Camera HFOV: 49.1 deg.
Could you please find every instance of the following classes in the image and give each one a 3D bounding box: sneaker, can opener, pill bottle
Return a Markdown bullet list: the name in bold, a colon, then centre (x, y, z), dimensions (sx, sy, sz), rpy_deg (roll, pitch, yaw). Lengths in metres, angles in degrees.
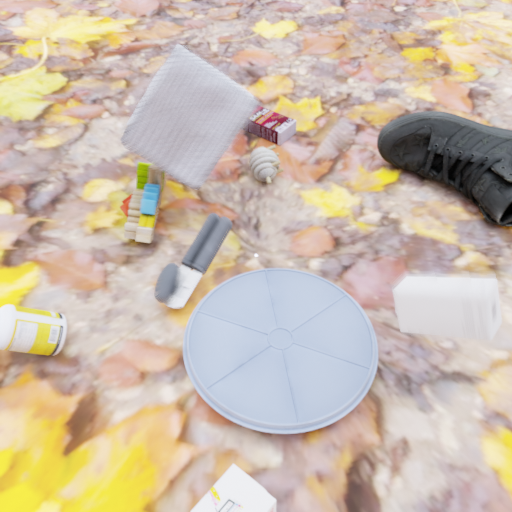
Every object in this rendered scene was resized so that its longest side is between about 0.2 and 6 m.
- **sneaker**: centre (4.440, -1.541, 10.649), dimensions (4.233, 1.271, 2.208), rpy_deg (9, 43, 4)
- **can opener**: centre (-1.038, 0.032, 9.153), dimensions (0.477, 0.598, 1.790), rpy_deg (20, 73, 30)
- **pill bottle**: centre (-3.466, 1.085, 8.264), dimensions (1.168, 0.655, 0.655), rpy_deg (17, 35, -36)

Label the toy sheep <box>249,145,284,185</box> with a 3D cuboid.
- **toy sheep**: centre (0.185, -1.851, 11.402), dimensions (0.678, 0.678, 0.984), rpy_deg (-7, 52, -7)

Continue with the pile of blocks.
- **pile of blocks**: centre (-2.151, -1.176, 10.514), dimensions (0.693, 0.915, 2.230), rpy_deg (7, 47, -5)

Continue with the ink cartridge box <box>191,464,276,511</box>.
- **ink cartridge box**: centre (-0.323, 3.156, 6.604), dimensions (0.707, 0.719, 0.977), rpy_deg (31, 53, 27)

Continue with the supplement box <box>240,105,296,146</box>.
- **supplement box**: centre (0.253, -2.972, 12.640), dimensions (1.177, 0.358, 0.640), rpy_deg (28, 53, 25)

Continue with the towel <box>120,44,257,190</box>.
- **towel**: centre (-1.190, -2.297, 9.646), dimensions (1.672, 2.020, 0.864), rpy_deg (28, 20, -22)

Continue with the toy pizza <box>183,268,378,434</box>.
- **toy pizza**: centre (0.359, 1.366, 8.478), dimensions (2.909, 0.461, 2.909), rpy_deg (1, 47, -1)

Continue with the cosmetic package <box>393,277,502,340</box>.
- **cosmetic package**: centre (2.237, 0.595, 6.596), dimensions (1.095, 0.589, 0.464), rpy_deg (3, 24, 39)
